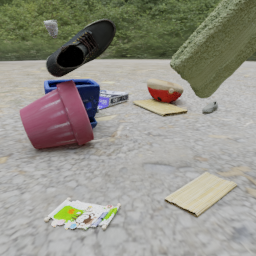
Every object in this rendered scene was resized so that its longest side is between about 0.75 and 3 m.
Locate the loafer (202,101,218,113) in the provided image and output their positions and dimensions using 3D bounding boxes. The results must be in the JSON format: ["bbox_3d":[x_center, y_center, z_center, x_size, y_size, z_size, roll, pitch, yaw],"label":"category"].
[{"bbox_3d":[3.730,-0.963,12.732,0.434,0.433,1.240,13,22,36],"label":"loafer"}]

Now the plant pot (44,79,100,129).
[{"bbox_3d":[-2.055,-0.853,10.299,1.867,1.679,1.867,-6,18,-17],"label":"plant pot"}]

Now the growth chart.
[{"bbox_3d":[-0.824,1.586,5.155,1.222,0.108,0.884,4,19,14],"label":"growth chart"}]

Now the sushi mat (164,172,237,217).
[{"bbox_3d":[1.577,1.342,5.934,0.808,0.102,1.689,15,23,43],"label":"sushi mat"}]

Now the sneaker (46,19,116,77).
[{"bbox_3d":[-1.129,-2.349,8.083,2.561,0.958,1.360,-44,22,-16],"label":"sneaker"}]

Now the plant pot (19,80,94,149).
[{"bbox_3d":[-2.154,-0.254,8.395,1.747,1.951,1.951,-21,22,-12],"label":"plant pot"}]

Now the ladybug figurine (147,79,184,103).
[{"bbox_3d":[1.863,-1.926,14.521,1.886,0.999,2.778,12,12,-5],"label":"ladybug figurine"}]

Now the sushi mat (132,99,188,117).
[{"bbox_3d":[1.445,-1.012,13.317,1.382,0.175,2.888,-8,19,-26],"label":"sushi mat"}]

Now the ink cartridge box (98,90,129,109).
[{"bbox_3d":[-1.572,-1.559,14.493,2.374,0.520,2.396,11,21,31],"label":"ink cartridge box"}]

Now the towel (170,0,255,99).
[{"bbox_3d":[2.260,-1.934,6.548,1.854,2.499,0.456,33,18,-44],"label":"towel"}]

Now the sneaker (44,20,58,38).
[{"bbox_3d":[-2.463,-3.228,9.106,0.405,0.426,1.059,-3,8,-2],"label":"sneaker"}]

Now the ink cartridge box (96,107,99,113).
[{"bbox_3d":[-1.743,-0.888,12.841,0.788,0.276,0.969,-4,22,-7],"label":"ink cartridge box"}]
